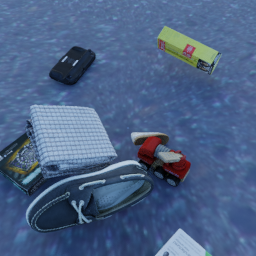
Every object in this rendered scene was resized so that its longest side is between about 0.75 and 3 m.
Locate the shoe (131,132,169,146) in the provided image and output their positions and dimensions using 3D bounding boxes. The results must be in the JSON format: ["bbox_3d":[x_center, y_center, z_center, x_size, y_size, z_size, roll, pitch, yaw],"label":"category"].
[{"bbox_3d":[0.529,0.227,6.621,1.031,0.361,0.275,2,32,-32],"label":"shoe"}]

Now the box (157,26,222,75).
[{"bbox_3d":[1.813,-2.335,8.457,1.896,0.714,0.475,32,83,11],"label":"box"}]

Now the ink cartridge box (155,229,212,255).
[{"bbox_3d":[0.736,2.595,4.356,1.550,0.651,1.131,-38,56,-26],"label":"ink cartridge box"}]

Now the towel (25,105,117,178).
[{"bbox_3d":[-1.221,0.280,5.879,1.670,0.715,1.383,-2,58,-41],"label":"towel"}]

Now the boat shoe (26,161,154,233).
[{"bbox_3d":[-0.669,1.323,5.227,2.422,0.916,0.731,-25,26,-15],"label":"boat shoe"}]

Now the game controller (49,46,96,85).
[{"bbox_3d":[-1.716,-2.000,8.794,0.911,0.368,1.746,15,49,15],"label":"game controller"}]

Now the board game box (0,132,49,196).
[{"bbox_3d":[-2.009,0.514,6.564,1.322,0.275,1.954,29,54,24],"label":"board game box"}]

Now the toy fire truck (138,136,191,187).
[{"bbox_3d":[0.710,0.586,5.798,1.115,1.266,0.815,28,60,22],"label":"toy fire truck"}]
